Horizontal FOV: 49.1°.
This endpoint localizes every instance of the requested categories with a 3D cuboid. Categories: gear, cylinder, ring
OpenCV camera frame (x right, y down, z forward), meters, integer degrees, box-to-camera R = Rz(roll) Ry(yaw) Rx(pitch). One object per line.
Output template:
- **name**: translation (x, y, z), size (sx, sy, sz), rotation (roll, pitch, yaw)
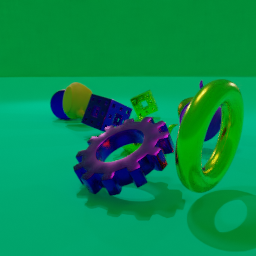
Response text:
- **gear**: translation (-0.068, 0.326, 3.820), size (1.360, 0.251, 1.360), rotation (-19, 27, 10)
- **cylinder**: translation (-1.993, -0.831, 9.556), size (0.993, 0.993, 0.993), rotation (2, 11, 10)
- **ring**: translation (1.018, 0.111, 3.373), size (0.279, 1.393, 1.393), rotation (18, 20, 39)

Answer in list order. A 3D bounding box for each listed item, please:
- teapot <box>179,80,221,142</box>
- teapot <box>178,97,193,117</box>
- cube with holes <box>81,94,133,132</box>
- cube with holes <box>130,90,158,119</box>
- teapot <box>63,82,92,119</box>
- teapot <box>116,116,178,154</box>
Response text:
- **teapot**: translation (1.422, -0.230, 5.622), size (0.703, 1.436, 0.893), rotation (25, -13, -32)
- **teapot**: translation (1.805, -0.400, 7.393), size (1.556, 0.968, 0.762), rotation (-42, 0, -39)
- **cube with holes**: translation (-0.507, -0.294, 6.748), size (0.752, 0.752, 0.752), rotation (20, -1, 43)
- **cube with holes**: translation (0.570, -0.828, 9.643), size (0.723, 0.723, 0.723), rotation (-23, 8, 11)
- **teapot**: translation (-1.402, -0.743, 8.288), size (0.845, 1.073, 1.726), rotation (6, 42, -32)
- **teapot**: translation (0.313, 0.117, 5.485), size (1.441, 0.705, 0.896), rotation (0, 17, -19)
